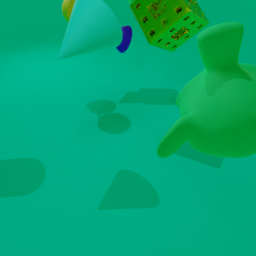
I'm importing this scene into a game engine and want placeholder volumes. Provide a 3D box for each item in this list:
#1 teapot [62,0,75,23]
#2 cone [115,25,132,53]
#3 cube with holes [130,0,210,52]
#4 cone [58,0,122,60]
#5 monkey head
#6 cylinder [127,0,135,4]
[{"bbox_3d":[-1.625,-3.831,9.020,1.019,1.640,0.803,-27,32,-1],"label":"teapot"},{"bbox_3d":[-0.518,-3.192,9.656,0.979,0.976,0.976,8,26,-31],"label":"cone"},{"bbox_3d":[1.088,-2.969,7.330,1.254,1.254,1.254,-6,67,-53],"label":"cube with holes"},{"bbox_3d":[-0.983,-1.770,5.627,1.254,1.254,1.259,25,64,32],"label":"cone"},{"bbox_3d":[1.077,-0.321,2.920,1.788,1.286,1.077,-15,49,8],"label":"monkey head"},{"bbox_3d":[0.228,-5.159,9.626,1.204,1.204,1.204,-41,37,7],"label":"cylinder"}]
